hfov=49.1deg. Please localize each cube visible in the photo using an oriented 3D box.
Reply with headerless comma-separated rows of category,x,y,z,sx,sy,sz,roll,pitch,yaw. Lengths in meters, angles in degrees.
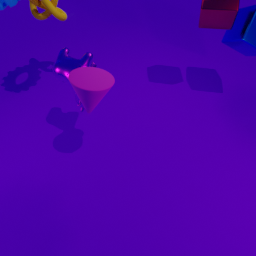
cube,2.588,-3.513,7.977,0.984,0.984,0.984,7,80,11
cube,3.796,-2.930,8.554,1.107,1.107,1.107,21,7,-19

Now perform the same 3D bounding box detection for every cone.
cone,-0.764,-0.622,5.662,0.892,0.896,0.892,7,39,-5

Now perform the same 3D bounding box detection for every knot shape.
knot shape,-2.655,-3.895,8.800,1.307,1.397,0.646,10,65,36

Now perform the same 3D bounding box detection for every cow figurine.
cow figurine,-1.234,-1.133,6.688,1.442,0.792,1.419,15,69,12

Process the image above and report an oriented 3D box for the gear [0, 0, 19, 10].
gear,-2.737,-3.654,7.037,1.679,0.311,1.679,-16,49,19
